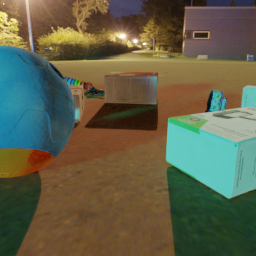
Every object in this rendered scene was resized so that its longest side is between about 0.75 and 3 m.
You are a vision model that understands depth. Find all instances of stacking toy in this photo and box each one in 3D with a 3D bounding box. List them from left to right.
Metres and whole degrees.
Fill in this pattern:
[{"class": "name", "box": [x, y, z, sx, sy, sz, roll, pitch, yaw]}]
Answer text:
[{"class": "stacking toy", "box": [-2.820, -2.395, 15.729, 1.802, 0.769, 0.769, 12, 19, 14]}]

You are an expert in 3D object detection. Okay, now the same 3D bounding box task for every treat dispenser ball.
[{"class": "treat dispenser ball", "box": [-2.278, -0.305, 5.393, 2.482, 2.482, 2.482, 0, 16, 0]}]

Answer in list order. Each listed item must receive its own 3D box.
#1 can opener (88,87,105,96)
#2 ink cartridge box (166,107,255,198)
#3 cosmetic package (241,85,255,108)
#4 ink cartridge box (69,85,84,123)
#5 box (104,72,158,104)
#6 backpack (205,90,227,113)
[{"class": "can opener", "box": [-1.490, -1.811, 14.297, 1.190, 0.468, 0.377, 11, -19, 25]}, {"class": "ink cartridge box", "box": [2.303, 0.310, 5.707, 2.473, 1.039, 1.799, -9, 19, -28]}, {"class": "cosmetic package", "box": [5.075, -0.865, 9.730, 2.051, 1.043, 0.759, 9, 19, 30]}, {"class": "ink cartridge box", "box": [-2.498, -0.998, 10.302, 1.663, 0.958, 2.872, -2, 17, -5]}, {"class": "box", "box": [0.210, -1.872, 12.794, 2.297, 1.222, 1.749, 2, 17, 6]}, {"class": "backpack", "box": [2.934, -0.830, 9.269, 0.594, 0.809, 0.740, 8, 6, 7]}]
